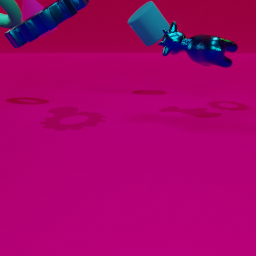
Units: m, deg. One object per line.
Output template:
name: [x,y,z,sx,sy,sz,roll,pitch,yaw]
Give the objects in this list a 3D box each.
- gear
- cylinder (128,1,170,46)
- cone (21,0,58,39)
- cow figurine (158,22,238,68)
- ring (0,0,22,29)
gear: [-1.688,-2.314,5.872,1.834,0.339,1.834,-24,30,14]
cylinder: [0.772,-3.831,10.355,1.139,1.139,1.139,-34,28,21]
cone: [-2.306,-2.856,6.754,0.976,0.979,0.976,-4,53,5]
cow figurine: [1.739,-2.118,7.271,1.645,0.918,1.672,10,14,-26]
ring: [-4.021,-3.627,8.089,1.954,0.391,1.954,20,-16,6]
